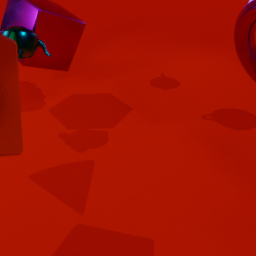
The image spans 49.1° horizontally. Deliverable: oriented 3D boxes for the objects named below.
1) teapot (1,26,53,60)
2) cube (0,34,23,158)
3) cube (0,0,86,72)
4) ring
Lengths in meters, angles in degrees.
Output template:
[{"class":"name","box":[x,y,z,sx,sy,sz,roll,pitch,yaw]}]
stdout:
[{"class":"teapot","box":[-2.151,-1.686,5.720,1.189,0.582,0.739,1,-10,-21]},{"class":"cube","box":[-1.932,-0.291,2.640,1.247,1.247,1.247,-7,-5,21]},{"class":"cube","box":[-2.123,-2.346,6.867,1.345,1.345,1.345,41,27,28]},{"class":"ring","box":[2.019,-1.057,3.760,0.299,1.493,1.493,-33,43,-9]}]
